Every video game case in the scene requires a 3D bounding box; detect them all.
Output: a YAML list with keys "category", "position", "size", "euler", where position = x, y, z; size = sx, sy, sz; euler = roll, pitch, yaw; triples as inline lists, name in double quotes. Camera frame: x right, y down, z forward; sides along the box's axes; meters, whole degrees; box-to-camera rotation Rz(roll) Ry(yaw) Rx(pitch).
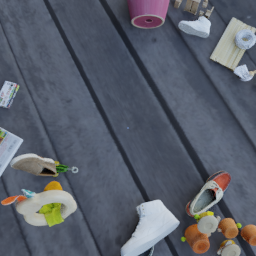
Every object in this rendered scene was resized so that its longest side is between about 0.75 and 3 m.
- category: "video game case"
  position: [-5.097, 0.836, 10.559]
  size: [1.581, 0.199, 1.738]
  euler: [26, 76, 8]

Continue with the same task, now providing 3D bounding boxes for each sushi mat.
- category: "sushi mat"
  position: [4.507, -3.613, 11.966]
  size: [1.155, 0.146, 2.415]
  euler: [29, 75, 9]

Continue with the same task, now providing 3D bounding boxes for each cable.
- category: "cable"
  position: [4.940, -3.739, 11.808]
  size: [0.844, 0.292, 0.844]
  euler: [-39, 72, -10]

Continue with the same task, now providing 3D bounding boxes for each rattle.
- category: "rattle"
  position: [-2.195, 1.513, 6.827]
  size: [1.267, 1.946, 1.390]
  euler: [-26, 50, 23]

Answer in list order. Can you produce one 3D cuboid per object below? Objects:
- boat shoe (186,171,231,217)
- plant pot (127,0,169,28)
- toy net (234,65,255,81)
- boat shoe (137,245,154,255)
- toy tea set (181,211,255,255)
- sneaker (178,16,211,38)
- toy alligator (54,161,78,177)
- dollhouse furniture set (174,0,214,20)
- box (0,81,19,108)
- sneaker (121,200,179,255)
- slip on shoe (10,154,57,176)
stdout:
- category: "boat shoe"
  position: [2.901, 2.299, 9.854]
  size: [2.148, 0.672, 0.765]
  euler: [-40, 75, -13]
- category: "plant pot"
  position: [0.830, -5.329, 11.605]
  size: [2.162, 2.162, 1.935]
  euler: [2, 88, 0]
- category: "toy net"
  position: [5.234, -1.969, 11.362]
  size: [1.966, 0.380, 1.031]
  euler: [11, 76, 5]
- category: "boat shoe"
  position: [0.137, 4.510, 9.150]
  size: [0.749, 0.706, 2.087]
  euler: [41, 72, 12]
- category: "toy tea set"
  position: [3.101, 3.507, 9.405]
  size: [2.589, 0.958, 1.540]
  euler: [19, 107, -13]
- category: "sneaker"
  position: [2.885, -4.475, 12.085]
  size: [1.369, 0.504, 0.791]
  euler: [19, 72, -4]
- category: "toy alligator"
  position: [-2.624, 1.487, 10.280]
  size: [1.588, 0.381, 0.526]
  euler: [6, 99, -7]
- category: "dollhouse furniture set"
  position: [2.947, -5.506, 12.201]
  size: [1.619, 0.839, 0.717]
  euler: [25, 76, 8]
- category: "box"
  position: [-4.834, -1.343, 11.239]
  size: [0.569, 0.180, 1.034]
  euler: [16, 73, 5]
- category: "sneaker"
  position: [0.474, 3.296, 9.369]
  size: [2.189, 0.806, 1.265]
  euler: [-26, 53, -21]
- category: "slip on shoe"
  position: [-2.728, 1.156, 8.269]
  size: [0.589, 1.548, 0.469]
  euler: [-39, 63, 12]
